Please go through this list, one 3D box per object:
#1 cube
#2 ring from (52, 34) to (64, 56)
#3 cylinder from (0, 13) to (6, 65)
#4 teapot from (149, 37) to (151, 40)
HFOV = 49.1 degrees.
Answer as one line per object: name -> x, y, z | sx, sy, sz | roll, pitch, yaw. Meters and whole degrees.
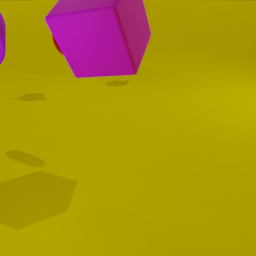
cube -> -0.389, -1.609, 4.481 | 1.131, 1.131, 1.131 | 1, 50, 22
ring -> -1.076, -2.043, 5.823 | 1.203, 1.203, 0.241 | 13, 5, 24
cylinder -> -2.390, -1.441, 4.349 | 0.904, 0.904, 0.904 | -8, 43, -16
teapot -> 0.504, -3.847, 11.542 | 1.399, 0.870, 0.685 | 0, -5, -38
